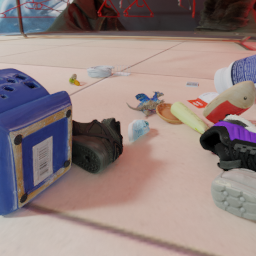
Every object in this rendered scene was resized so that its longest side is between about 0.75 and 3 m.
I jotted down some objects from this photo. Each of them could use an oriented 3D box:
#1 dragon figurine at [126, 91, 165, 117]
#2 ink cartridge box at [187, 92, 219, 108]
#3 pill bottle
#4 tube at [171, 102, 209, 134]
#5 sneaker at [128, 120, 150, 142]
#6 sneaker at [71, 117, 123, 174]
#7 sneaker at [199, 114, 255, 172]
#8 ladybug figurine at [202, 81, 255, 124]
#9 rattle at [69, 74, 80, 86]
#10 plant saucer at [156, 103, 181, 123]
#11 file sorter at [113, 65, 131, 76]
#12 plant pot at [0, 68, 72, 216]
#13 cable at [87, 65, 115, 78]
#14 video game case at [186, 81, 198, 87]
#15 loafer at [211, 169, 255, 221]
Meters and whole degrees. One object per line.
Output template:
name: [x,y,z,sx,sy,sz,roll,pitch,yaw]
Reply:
dragon figurine: [0.582,-0.851,9.723,2.010,0.592,0.999,-13,27,-31]
ink cartridge box: [3.021,-1.073,10.651,1.237,0.353,1.005,-2,23,-16]
pill bottle: [4.590,-1.918,10.309,1.462,1.462,2.527,-20,7,-39]
tube: [1.894,-0.203,8.198,0.542,0.484,1.866,-16,34,-18]
sneaker: [0.327,0.029,7.807,0.505,0.455,1.232,-4,23,16]
sneaker: [-1.117,0.183,6.938,2.506,0.958,1.436,20,28,33]
sneaker: [2.666,0.624,6.011,1.419,0.992,2.853,-18,25,-22]
ladybug figurine: [2.906,-0.630,8.015,1.298,0.688,1.912,-19,-15,-22]
rattle: [-2.439,-2.261,13.420,0.614,0.559,0.859,14,-2,5]
plant saucer: [1.361,-0.466,9.054,0.967,0.181,0.967,9,38,-7]
file sorter: [-0.319,-3.146,15.186,0.826,0.514,0.573,7,24,18]
plant pot: [-2.320,0.226,5.420,1.959,2.180,2.179,18,28,21]
cable: [-1.520,-3.022,14.939,1.330,0.461,1.330,-23,30,-38]
video game case: [3.029,-2.064,13.226,0.544,0.068,0.759,7,24,14]
loafer: [2.628,1.247,4.476,2.578,0.901,0.900,21,38,40]
